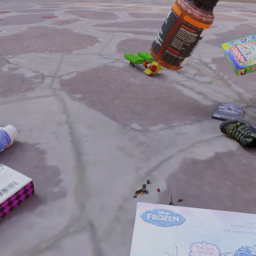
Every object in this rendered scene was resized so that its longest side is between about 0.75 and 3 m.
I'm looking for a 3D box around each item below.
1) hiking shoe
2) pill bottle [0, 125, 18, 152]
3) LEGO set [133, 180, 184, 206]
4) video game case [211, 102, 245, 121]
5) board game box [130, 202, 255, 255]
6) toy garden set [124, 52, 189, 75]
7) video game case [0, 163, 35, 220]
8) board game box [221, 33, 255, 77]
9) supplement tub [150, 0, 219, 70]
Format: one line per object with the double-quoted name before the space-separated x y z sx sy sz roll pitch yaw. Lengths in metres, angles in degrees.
"hiking shoe" 3.355 0.209 8.042 1.557 0.590 0.784 20 33 28
"pill bottle" -3.614 0.348 7.823 0.588 0.588 1.050 14 33 22
"LEGO set" 0.716 1.658 5.639 0.870 0.380 1.339 -26 68 -11
"video game case" 3.508 -0.542 9.774 0.888 0.118 1.243 15 33 24
"board game box" 1.441 2.535 3.957 2.996 0.650 2.982 4 36 7
"toy garden set" 1.592 -3.298 14.012 2.880 0.575 2.401 -13 31 -22
"video game case" -3.776 1.560 5.888 2.373 0.469 2.618 17 35 26
"board game box" 4.141 -2.552 9.542 1.418 0.307 2.107 -15 36 13
"supplement tub" 1.810 -3.198 8.957 1.361 2.545 1.361 17 44 -17
